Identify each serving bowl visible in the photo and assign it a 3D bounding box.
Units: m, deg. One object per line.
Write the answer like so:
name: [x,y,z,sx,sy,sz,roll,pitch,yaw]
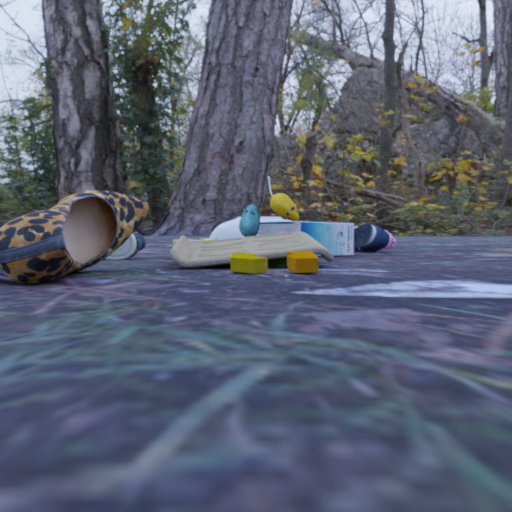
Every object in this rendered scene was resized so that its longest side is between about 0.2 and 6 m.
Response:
serving bowl: [0.088,-0.491,12.831,2.424,0.797,2.424,-1,2,0]

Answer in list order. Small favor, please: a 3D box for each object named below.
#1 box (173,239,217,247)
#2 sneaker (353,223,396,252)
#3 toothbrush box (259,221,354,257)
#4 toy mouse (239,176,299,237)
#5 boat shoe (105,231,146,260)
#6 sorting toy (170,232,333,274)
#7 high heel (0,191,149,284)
box: [-1.026,-0.123,9.584,0.518,0.345,1.375,0,2,4]
sneaker: [2.442,-0.318,12.686,0.775,0.663,1.889,20,-2,-14]
toothbrush box: [0.954,-0.318,10.543,1.521,0.649,1.114,0,2,-42]
toy mouse: [0.174,-0.462,9.694,1.345,1.514,0.293,-41,-15,1]
boat shoe: [-2.823,-0.308,9.424,1.957,0.733,0.605,2,4,13]
sorting toy: [-0.064,0.016,7.283,2.020,0.363,2.712,-2,9,-3]
high heel: [-1.636,-0.262,5.741,1.685,0.844,2.363,-6,14,42]
